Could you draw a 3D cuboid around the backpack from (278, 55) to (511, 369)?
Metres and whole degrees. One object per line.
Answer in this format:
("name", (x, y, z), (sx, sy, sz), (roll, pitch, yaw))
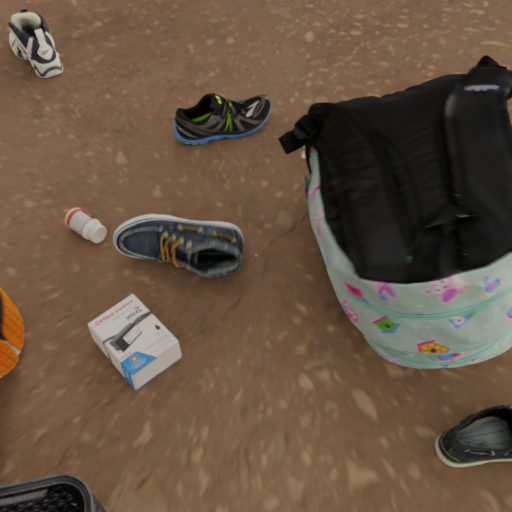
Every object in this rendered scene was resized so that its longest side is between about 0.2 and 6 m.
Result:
("backpack", (2.364, -0.610, 7.897), (3.503, 2.657, 4.198), (-17, 41, 16))

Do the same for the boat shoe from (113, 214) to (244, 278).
("boat shoe", (-1.224, -0.151, 8.699), (2.088, 0.739, 0.948), (-1, 25, -3))

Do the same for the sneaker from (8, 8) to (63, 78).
("sneaker", (-5.135, -5.052, 12.628), (0.812, 1.323, 2.034), (-24, 54, -20))

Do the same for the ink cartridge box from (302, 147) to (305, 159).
("ink cartridge box", (1.353, -2.389, 10.979), (0.697, 0.411, 1.211), (12, 52, 10))

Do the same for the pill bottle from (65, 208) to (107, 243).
("pill bottle", (-2.858, -0.505, 9.421), (0.680, 0.373, 0.373), (31, 56, 23))

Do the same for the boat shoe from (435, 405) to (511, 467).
("boat shoe", (3.143, 2.174, 7.025), (1.756, 0.582, 0.656), (-7, 50, -5))

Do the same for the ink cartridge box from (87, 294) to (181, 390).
("ink cartridge box", (-1.722, 1.195, 7.925), (0.804, 0.468, 1.112), (-35, 58, -26))

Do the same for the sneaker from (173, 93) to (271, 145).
("sneaker", (-0.634, -2.798, 11.037), (2.054, 0.851, 0.728), (-17, 54, -14))

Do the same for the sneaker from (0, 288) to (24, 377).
("sneaker", (-4.085, 1.588, 7.217), (1.440, 1.185, 3.131), (-17, 41, 9))

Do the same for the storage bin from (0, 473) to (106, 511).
("storage bin", (-2.333, 3.794, 5.173), (1.956, 1.357, 2.894), (-9, 51, -7))
